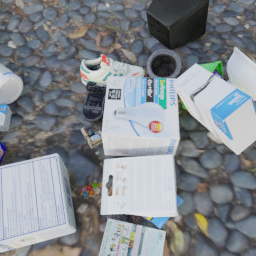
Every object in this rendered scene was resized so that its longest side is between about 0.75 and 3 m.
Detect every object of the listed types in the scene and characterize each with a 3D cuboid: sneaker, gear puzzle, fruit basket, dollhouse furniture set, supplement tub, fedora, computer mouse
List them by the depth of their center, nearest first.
[{"bbox_3d":[-1.219,2.174,9.985,0.884,0.116,0.458,-20,62,-11],"label":"gear puzzle"},{"bbox_3d":[-1.387,0.231,10.824,0.574,0.571,0.815,-28,64,-15],"label":"dollhouse furniture set"},{"bbox_3d":[3.464,-1.397,11.198,2.339,1.687,2.339,-13,46,14],"label":"fruit basket"},{"bbox_3d":[-1.297,-0.952,11.554,1.368,0.521,1.975,12,57,4],"label":"computer mouse"},{"bbox_3d":[-5.568,-2.043,11.647,2.111,1.393,1.393,35,66,19],"label":"supplement tub"},{"bbox_3d":[-0.667,-2.452,11.913,2.826,1.321,0.995,-1,60,0],"label":"sneaker"},{"bbox_3d":[1.562,-2.573,12.314,1.466,0.748,1.657,7,65,5],"label":"fedora"}]

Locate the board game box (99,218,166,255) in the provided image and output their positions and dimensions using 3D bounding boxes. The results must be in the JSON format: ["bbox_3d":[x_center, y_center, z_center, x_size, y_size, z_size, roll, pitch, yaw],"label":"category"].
[{"bbox_3d":[0.120,3.789,8.790,1.905,0.612,1.405,12,61,6],"label":"board game box"}]

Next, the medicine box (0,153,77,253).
[{"bbox_3d":[-3.259,2.423,9.114,2.656,1.367,2.419,-13,61,-6],"label":"medicine box"}]

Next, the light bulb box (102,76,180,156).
[{"bbox_3d":[0.487,-0.411,10.559,2.661,1.661,2.638,2,60,1],"label":"light bulb box"}]

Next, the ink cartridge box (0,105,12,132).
[{"bbox_3d":[-5.453,-0.370,11.170,1.328,0.560,0.970,-2,60,-1],"label":"ink cartridge box"}]

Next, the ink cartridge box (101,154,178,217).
[{"bbox_3d":[0.378,1.941,9.340,2.437,0.576,1.950,-6,61,12],"label":"ink cartridge box"}]

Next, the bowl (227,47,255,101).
[{"bbox_3d":[4.938,-1.914,11.332,2.757,1.239,2.757,32,26,-18],"label":"bowl"}]

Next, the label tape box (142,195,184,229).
[{"bbox_3d":[0.781,2.408,9.590,1.781,0.564,1.284,39,68,20],"label":"label tape box"}]

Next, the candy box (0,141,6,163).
[{"bbox_3d":[-5.762,0.501,9.971,2.108,1.782,0.812,8,61,4],"label":"candy box"}]

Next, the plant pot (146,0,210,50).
[{"bbox_3d":[2.134,-5.117,13.035,2.030,2.283,2.288,-40,68,-7],"label":"plant pot"}]

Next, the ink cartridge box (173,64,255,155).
[{"bbox_3d":[2.740,-0.650,8.727,1.060,1.820,2.517,-40,43,1],"label":"ink cartridge box"}]
